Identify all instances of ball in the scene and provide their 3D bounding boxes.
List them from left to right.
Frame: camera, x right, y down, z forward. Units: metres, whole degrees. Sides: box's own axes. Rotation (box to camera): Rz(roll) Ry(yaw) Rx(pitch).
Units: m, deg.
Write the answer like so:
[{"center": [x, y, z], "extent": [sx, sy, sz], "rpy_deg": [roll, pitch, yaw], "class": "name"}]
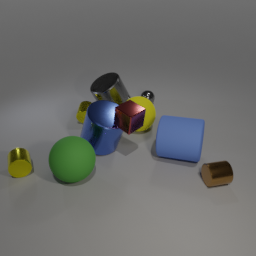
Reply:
[{"center": [-1.682, 0.939, 8.483], "extent": [1.400, 1.400, 1.400], "rpy_deg": [0, 30, 0], "class": "ball"}, {"center": [0.408, -0.561, 11.176], "extent": [1.400, 1.400, 1.400], "rpy_deg": [0, 30, 0], "class": "ball"}, {"center": [0.938, -1.458, 13.454], "extent": [0.700, 0.700, 0.700], "rpy_deg": [0, 30, 0], "class": "ball"}]

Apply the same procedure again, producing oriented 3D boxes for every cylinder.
[{"center": [-3.459, 1.101, 8.929], "extent": [0.700, 0.700, 0.700], "rpy_deg": [-11, 33, -19], "class": "cylinder"}, {"center": [-1.776, -0.663, 11.810], "extent": [0.700, 0.700, 0.700], "rpy_deg": [3, 45, 5], "class": "cylinder"}, {"center": [-0.861, -0.007, 9.767], "extent": [1.400, 1.400, 1.400], "rpy_deg": [12, 44, -12], "class": "cylinder"}, {"center": [-0.736, -1.469, 12.308], "extent": [1.400, 1.400, 1.400], "rpy_deg": [-18, 41, 16], "class": "cylinder"}, {"center": [1.756, 0.337, 9.341], "extent": [1.400, 1.400, 1.400], "rpy_deg": [7, 30, 18], "class": "cylinder"}, {"center": [2.673, 1.367, 8.420], "extent": [0.700, 0.700, 0.700], "rpy_deg": [-7, 30, -10], "class": "cylinder"}]

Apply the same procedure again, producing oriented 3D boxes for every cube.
[{"center": [0.045, -0.350, 8.802], "extent": [0.700, 0.700, 0.700], "rpy_deg": [34, 46, 29], "class": "cube"}]
